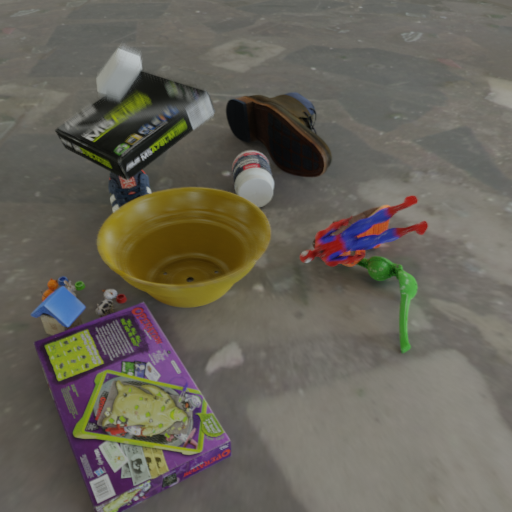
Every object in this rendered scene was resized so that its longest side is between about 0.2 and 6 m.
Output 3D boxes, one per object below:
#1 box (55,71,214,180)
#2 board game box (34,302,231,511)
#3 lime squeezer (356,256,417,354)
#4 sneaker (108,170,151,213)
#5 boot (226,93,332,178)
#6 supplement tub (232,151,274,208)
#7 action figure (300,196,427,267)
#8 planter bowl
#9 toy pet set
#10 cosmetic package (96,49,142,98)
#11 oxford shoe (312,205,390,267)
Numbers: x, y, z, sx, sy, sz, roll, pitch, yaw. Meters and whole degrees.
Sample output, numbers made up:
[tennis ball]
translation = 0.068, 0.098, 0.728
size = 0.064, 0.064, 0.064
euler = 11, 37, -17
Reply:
[box]
translation = -2.364, -2.626, 10.920
size = 2.242, 0.552, 2.321
euler = 30, 62, 35
[board game box]
translation = -1.718, 1.830, 7.368
size = 1.696, 0.456, 2.826
euler = -23, 43, -20
[lime squeezer]
translation = 2.022, 0.465, 9.200
size = 0.940, 0.502, 2.661
euler = -39, 44, 3
[sneaker]
translation = -2.342, -1.055, 10.524
size = 0.937, 1.057, 2.501
euler = -15, 40, -17
[boot]
translation = 0.958, -3.008, 12.802
size = 1.815, 1.399, 3.745
euler = -23, 41, -23
[supplement tub]
translation = -0.065, -1.569, 11.417
size = 0.789, 0.789, 1.124
euler = -4, 38, -5
[action figure]
translation = 1.445, -0.265, 8.230
size = 2.029, 0.664, 0.524
euler = -24, 4, 41
[planter bowl]
translation = -1.109, 0.032, 9.079
size = 2.675, 1.114, 2.675
euler = 0, 39, 0
[toy pet set]
translation = -2.900, 0.610, 8.673
size = 1.317, 0.699, 1.230
euler = 13, 39, 17
[cosmetic package]
translation = -2.442, -3.221, 9.930
size = 0.451, 0.887, 0.328
euler = 7, 61, -41
[oxford shoe]
translation = 1.763, -0.501, 9.917
size = 0.792, 0.774, 2.171
euler = 17, 26, 29
